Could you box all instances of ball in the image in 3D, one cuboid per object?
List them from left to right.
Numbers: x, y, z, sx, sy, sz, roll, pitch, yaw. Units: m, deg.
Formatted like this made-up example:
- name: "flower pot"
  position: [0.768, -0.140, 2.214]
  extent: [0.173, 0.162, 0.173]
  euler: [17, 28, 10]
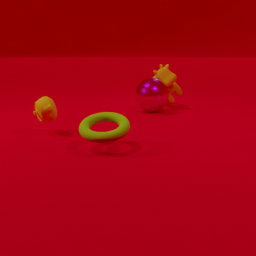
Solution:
- name: "ball"
  position: [0.863, -1.184, 10.077]
  extent: [1.219, 1.219, 1.219]
  euler: [0, 16, 0]

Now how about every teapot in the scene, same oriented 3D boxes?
- name: "teapot"
  position: [-2.200, -0.467, 7.362]
  extent: [0.542, 0.688, 1.106]
  euler: [-21, 8, -30]

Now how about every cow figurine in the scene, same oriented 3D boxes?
- name: "cow figurine"
  position: [1.419, -1.744, 11.086]
  extent: [0.912, 1.634, 1.661]
  euler: [-44, 22, -8]

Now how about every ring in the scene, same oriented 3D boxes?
- name: "ring"
  position: [-0.532, -0.028, 6.349]
  extent: [1.149, 0.230, 1.149]
  euler: [-2, 31, 1]
